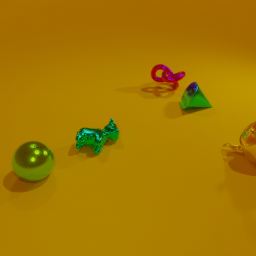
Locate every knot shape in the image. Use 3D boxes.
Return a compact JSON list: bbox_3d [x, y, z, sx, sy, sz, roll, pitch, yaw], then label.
[{"bbox_3d":[1.584,-1.908,10.393,1.305,0.603,1.221,16,3,-32],"label":"knot shape"}]

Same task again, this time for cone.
[{"bbox_3d":[2.464,-0.913,9.510,0.996,0.992,0.992,23,32,-14],"label":"cone"}]

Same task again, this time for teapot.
[{"bbox_3d":[3.276,0.307,7.073,0.897,1.833,1.140,38,52,-14],"label":"teapot"}]

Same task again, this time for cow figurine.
[{"bbox_3d":[-0.833,0.172,7.766,1.162,0.638,1.143,11,40,3],"label":"cow figurine"}]

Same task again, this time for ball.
[{"bbox_3d":[-2.220,0.773,6.578,0.961,0.961,0.961,0,34,0],"label":"ball"}]
